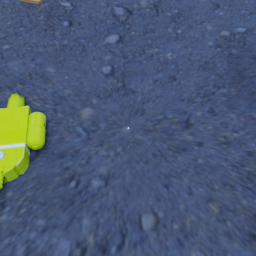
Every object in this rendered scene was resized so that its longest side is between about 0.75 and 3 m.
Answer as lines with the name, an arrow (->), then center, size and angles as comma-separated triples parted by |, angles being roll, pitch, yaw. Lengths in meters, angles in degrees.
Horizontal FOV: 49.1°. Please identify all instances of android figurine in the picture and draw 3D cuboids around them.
android figurine -> -3.179, 0.281, 6.583 | 2.459, 0.555, 2.702 | -5, 51, -4

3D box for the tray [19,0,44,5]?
tray -> -3.743, -5.021, 10.881 | 0.881, 0.163, 0.434 | 15, 54, 12
